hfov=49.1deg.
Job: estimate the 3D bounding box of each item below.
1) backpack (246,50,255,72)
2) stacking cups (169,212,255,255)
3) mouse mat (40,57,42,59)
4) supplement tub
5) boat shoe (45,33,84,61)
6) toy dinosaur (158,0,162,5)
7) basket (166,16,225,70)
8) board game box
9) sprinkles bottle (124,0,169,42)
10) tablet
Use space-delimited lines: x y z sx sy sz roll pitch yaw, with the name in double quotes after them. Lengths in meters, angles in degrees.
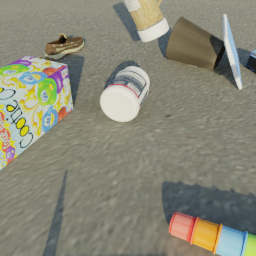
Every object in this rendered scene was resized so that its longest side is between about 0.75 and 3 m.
5.105 -2.393 10.140 1.190 0.801 1.087 -8 37 -13 "backpack"
1.696 1.899 4.626 2.009 0.608 0.608 14 39 25 "stacking cups"
-3.773 -1.860 9.171 1.489 0.070 1.851 -20 16 22 "mouse mat"
-0.036 -1.003 7.996 1.099 1.099 1.565 11 38 14 "supplement tub"
-2.571 -3.529 11.648 0.800 0.801 2.166 17 40 21 "boat shoe"
1.250 -4.290 8.094 1.675 0.847 0.487 -47 12 -9 "toy dinosaur"
2.574 -3.023 10.480 1.872 1.688 1.273 29 40 20 "basket"
-2.876 -0.557 7.093 1.490 1.463 2.840 16 39 20 "board game box"
0.251 -3.756 7.777 0.886 2.595 0.886 -24 26 13 "sprinkles bottle"
3.652 -2.763 9.888 0.196 1.869 2.872 -14 30 27 "tablet"
